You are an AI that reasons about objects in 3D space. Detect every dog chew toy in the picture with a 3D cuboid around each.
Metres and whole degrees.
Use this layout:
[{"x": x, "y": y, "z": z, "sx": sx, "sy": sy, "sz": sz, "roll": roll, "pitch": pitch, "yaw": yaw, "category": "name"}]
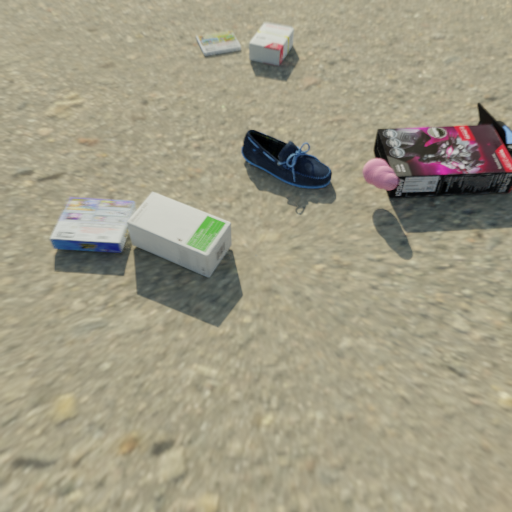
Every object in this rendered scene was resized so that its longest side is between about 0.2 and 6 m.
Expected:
[{"x": 2.416, "y": -1.529, "z": 10.774, "sx": 0.518, "sy": 0.518, "sz": 0.832, "roll": -17, "pitch": 36, "yaw": -14, "category": "dog chew toy"}]

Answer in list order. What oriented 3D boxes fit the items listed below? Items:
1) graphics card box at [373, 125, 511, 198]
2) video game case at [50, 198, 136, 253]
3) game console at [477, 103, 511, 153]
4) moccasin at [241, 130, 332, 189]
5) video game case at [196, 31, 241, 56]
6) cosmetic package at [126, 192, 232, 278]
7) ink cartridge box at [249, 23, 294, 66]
[{"x": 3.843, "y": -1.976, "z": 11.575, "sx": 2.549, "sy": 0.648, "sz": 1.599, "roll": -3, "pitch": 50, "yaw": -1, "category": "graphics card box"}, {"x": -3.048, "y": -0.594, "z": 10.588, "sx": 1.299, "sy": 0.295, "sz": 1.177, "roll": 4, "pitch": 47, "yaw": 3, "category": "video game case"}, {"x": 5.376, "y": -2.810, "z": 12.210, "sx": 0.982, "sy": 0.650, "sz": 1.116, "roll": -6, "pitch": 49, "yaw": -17, "category": "game console"}, {"x": 0.584, "y": -1.998, "z": 11.538, "sx": 2.052, "sy": 0.700, "sz": 0.826, "roll": 21, "pitch": 52, "yaw": 14, "category": "moccasin"}, {"x": -1.026, "y": -5.769, "z": 15.186, "sx": 1.031, "sy": 0.118, "sz": 0.938, "roll": -14, "pitch": 51, "yaw": -10, "category": "video game case"}, {"x": -1.374, "y": -0.391, "z": 10.141, "sx": 1.675, "sy": 0.710, "sz": 0.901, "roll": 22, "pitch": 56, "yaw": 15, "category": "cosmetic package"}, {"x": 0.416, "y": -5.586, "z": 14.767, "sx": 0.868, "sy": 0.499, "sz": 1.195, "roll": 16, "pitch": 51, "yaw": 13, "category": "ink cartridge box"}]
